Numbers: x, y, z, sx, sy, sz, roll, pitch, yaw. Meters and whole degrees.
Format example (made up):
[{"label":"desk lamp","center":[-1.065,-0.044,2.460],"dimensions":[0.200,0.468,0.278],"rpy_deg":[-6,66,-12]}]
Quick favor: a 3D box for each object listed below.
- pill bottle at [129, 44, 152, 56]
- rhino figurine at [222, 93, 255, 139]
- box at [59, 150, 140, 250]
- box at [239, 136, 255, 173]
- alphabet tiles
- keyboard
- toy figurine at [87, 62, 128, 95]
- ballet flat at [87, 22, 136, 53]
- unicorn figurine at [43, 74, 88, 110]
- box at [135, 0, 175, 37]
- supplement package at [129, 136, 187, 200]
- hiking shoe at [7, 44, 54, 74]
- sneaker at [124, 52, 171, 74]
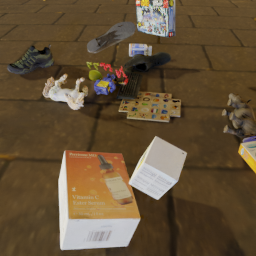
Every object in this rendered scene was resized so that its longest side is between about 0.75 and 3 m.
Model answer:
[{"label":"pill bottle","center":[0.720,-4.475,16.149],"dimensions":[1.285,0.720,0.720],"rpy_deg":[3,38,2]},{"label":"rhino figurine","center":[4.443,-0.590,11.087],"dimensions":[1.226,0.838,2.804],"rpy_deg":[22,39,0]},{"label":"box","center":[-0.880,1.818,7.424],"dimensions":[1.735,1.212,2.279],"rpy_deg":[5,36,-20]},{"label":"box","center":[4.783,1.120,9.267],"dimensions":[1.391,0.485,2.337],"rpy_deg":[-8,37,-11]},{"label":"alphabet tiles","center":[0.986,-0.982,12.224],"dimensions":[2.598,0.082,2.161],"rpy_deg":[5,38,7]},{"label":"keyboard","center":[-0.182,-2.095,13.458],"dimensions":[1.566,0.254,2.465],"rpy_deg":[4,36,8]},{"label":"toy figurine","center":[-1.254,-2.132,12.890],"dimensions":[2.187,1.154,1.310],"rpy_deg":[15,59,25]},{"label":"ballet flat","center":[-0.624,-3.389,10.604],"dimensions":[2.000,0.674,0.464],"rpy_deg":[-28,-4,5]},{"label":"unicorn figurine","center":[-2.557,-1.548,12.384],"dimensions":[2.692,0.994,1.849],"rpy_deg":[0,46,24]},{"label":"box","center":[1.198,-5.030,12.564],"dimensions":[0.454,1.560,2.279],"rpy_deg":[-23,33,-28]},{"label":"supplement package","center":[0.623,0.870,5.996],"dimensions":[0.761,1.010,0.767],"rpy_deg":[29,51,1]},{"label":"hiking shoe","center":[-5.167,-3.690,14.705],"dimensions":[2.499,1.258,0.946],"rpy_deg":[-25,45,-28]},{"label":"sneaker","center":[1.057,-3.383,14.791],"dimensions":[2.520,0.757,1.315],"rpy_deg":[-1,40,3]}]
